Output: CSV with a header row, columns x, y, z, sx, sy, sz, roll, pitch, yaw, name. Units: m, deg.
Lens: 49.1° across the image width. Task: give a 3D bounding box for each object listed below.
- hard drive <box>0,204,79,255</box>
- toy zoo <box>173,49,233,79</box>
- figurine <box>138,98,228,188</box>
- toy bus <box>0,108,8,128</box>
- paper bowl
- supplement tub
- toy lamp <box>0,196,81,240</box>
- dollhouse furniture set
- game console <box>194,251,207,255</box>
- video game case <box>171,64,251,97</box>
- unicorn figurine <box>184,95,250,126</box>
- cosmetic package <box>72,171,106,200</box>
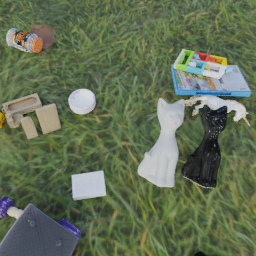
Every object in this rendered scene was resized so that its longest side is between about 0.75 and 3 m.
x,y,z,sx,sy,sz,roll,pitch,yaw,name
-2.812,3.919,7.908,2.014,0.632,2.986,29,83,16,hard drive
3.306,-2.769,12.131,2.346,0.240,1.539,17,44,15,toy zoo
1.849,0.433,8.883,2.739,1.179,2.672,6,102,-24,figurine
-5.081,-0.432,11.003,0.814,0.446,0.863,-36,66,-19,toy bus
-1.830,-1.016,11.284,1.051,0.546,1.051,0,60,0,paper bowl
-4.714,-3.969,12.829,1.432,0.877,0.877,18,61,10,supplement tub
-2.820,2.965,8.844,2.752,0.801,0.801,20,62,12,toy lamp
-3.758,-0.793,10.531,1.744,1.494,1.834,-21,62,-17,dollhouse furniture set
2.680,4.872,7.983,2.455,0.296,1.448,34,65,17,game console
3.371,-2.035,11.713,2.925,0.260,2.093,2,42,1,video game case
3.474,-0.801,10.923,1.672,0.899,2.434,-27,57,-27,unicorn figurine
-1.350,1.976,9.666,1.113,0.287,0.839,-8,59,-4,cosmetic package
